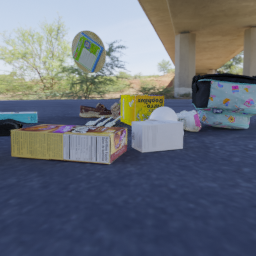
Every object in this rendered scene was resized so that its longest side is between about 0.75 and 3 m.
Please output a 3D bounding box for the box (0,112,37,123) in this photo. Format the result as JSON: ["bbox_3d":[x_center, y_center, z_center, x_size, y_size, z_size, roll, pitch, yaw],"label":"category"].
[{"bbox_3d":[-5.426,-0.493,13.495,2.007,0.493,0.826,-2,8,-17],"label":"box"}]

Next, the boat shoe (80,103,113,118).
[{"bbox_3d":[-1.658,-1.044,16.303,2.343,0.843,0.845,1,8,5],"label":"boat shoe"}]

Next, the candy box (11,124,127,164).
[{"bbox_3d":[-1.346,0.320,6.759,2.421,0.684,1.413,4,7,13],"label":"candy box"}]

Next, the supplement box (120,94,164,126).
[{"bbox_3d":[0.571,-0.870,13.004,1.356,1.364,2.491,-2,8,-17],"label":"supplement box"}]

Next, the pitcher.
[{"bbox_3d":[1.338,-0.121,9.639,1.351,0.955,1.575,19,24,14],"label":"pitcher"}]

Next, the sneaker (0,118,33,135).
[{"bbox_3d":[-4.485,-0.036,9.945,1.972,0.592,1.029,4,7,-5],"label":"sneaker"}]

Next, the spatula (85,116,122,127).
[{"bbox_3d":[-1.059,-0.337,12.898,1.244,0.144,1.789,0,17,19],"label":"spatula"}]

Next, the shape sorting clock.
[{"bbox_3d":[-1.817,-3.487,12.889,1.935,1.935,0.380,4,27,27],"label":"shape sorting clock"}]

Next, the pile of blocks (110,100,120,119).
[{"bbox_3d":[-0.023,-1.083,16.023,0.764,1.010,2.460,4,8,29],"label":"pile of blocks"}]

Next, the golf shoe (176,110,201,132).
[{"bbox_3d":[2.119,-0.213,10.841,1.026,0.844,2.242,-12,3,-4],"label":"golf shoe"}]

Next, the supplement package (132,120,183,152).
[{"bbox_3d":[0.777,0.191,7.471,1.202,0.729,0.720,-3,8,-20],"label":"supplement package"}]

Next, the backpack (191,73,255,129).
[{"bbox_3d":[4.215,-1.141,11.499,2.978,2.283,2.618,-2,8,7],"label":"backpack"}]
